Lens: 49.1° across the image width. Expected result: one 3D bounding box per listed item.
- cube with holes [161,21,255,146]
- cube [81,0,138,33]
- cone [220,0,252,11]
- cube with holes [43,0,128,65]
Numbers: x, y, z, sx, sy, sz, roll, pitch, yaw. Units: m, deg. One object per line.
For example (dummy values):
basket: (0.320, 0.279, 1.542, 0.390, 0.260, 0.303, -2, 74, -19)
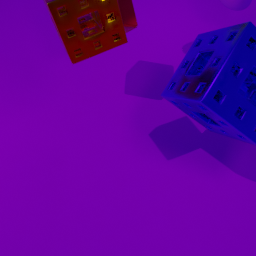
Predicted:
cube with holes: (1.715, -0.730, 4.860, 1.367, 1.367, 1.367, 32, 89, -21)
cube: (-0.542, -2.500, 6.035, 0.982, 0.982, 0.982, -17, 95, -46)
cone: (2.713, -3.427, 6.446, 0.977, 0.981, 0.977, 2, 79, -11)
cube with holes: (-0.620, -1.563, 3.898, 0.837, 0.837, 0.837, -24, 42, -7)
